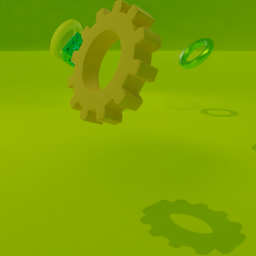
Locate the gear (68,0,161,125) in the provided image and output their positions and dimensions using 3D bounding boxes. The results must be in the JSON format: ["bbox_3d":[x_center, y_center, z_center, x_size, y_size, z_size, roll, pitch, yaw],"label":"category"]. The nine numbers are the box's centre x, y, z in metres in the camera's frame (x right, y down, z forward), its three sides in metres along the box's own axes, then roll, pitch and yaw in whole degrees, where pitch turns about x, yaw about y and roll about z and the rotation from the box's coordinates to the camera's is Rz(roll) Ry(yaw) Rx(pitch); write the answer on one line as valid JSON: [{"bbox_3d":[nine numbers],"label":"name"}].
[{"bbox_3d":[-0.203,-0.668,2.955,0.232,1.254,1.254,13,5,-41],"label":"gear"}]

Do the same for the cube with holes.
[{"bbox_3d":[-1.625,-2.501,9.381,0.816,0.816,0.816,36,-15,-4],"label":"cube with holes"}]

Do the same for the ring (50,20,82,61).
[{"bbox_3d":[-2.095,-2.991,9.600,0.298,1.490,1.490,35,26,10],"label":"ring"}]

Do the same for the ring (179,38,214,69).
[{"bbox_3d":[2.175,-2.387,8.967,0.247,1.235,1.235,41,-3,-28],"label":"ring"}]
